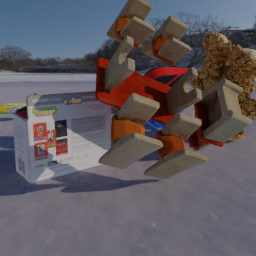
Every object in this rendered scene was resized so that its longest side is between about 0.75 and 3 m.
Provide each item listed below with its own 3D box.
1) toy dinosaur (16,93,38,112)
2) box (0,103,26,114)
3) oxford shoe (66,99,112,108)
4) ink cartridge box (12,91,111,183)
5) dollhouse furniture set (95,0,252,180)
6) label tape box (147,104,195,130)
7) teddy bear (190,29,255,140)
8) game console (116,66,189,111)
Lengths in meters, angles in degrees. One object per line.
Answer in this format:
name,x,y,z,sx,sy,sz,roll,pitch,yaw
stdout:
toy dinosaur,-2.879,-0.648,9.583,1.848,0.944,1.255,-23,-2,-5
box,-4.626,-0.804,11.398,1.467,0.355,0.861,1,12,-9
oxford shoe,-1.605,-1.109,11.510,1.882,0.695,0.666,1,-20,-15
ink cartridge box,-1.072,0.032,4.791,1.548,1.359,0.649,-9,18,-39
dollhouse furniture set,0.661,-0.431,4.874,2.687,2.716,1.399,18,-35,-27
label tape box,1.756,-0.441,8.739,2.177,0.720,1.560,-1,11,-12
teddy bear,2.076,-0.779,6.144,0.926,2.011,2.774,-39,-19,-16
game console,1.004,-1.595,11.444,2.572,0.451,2.908,-15,-14,-44
